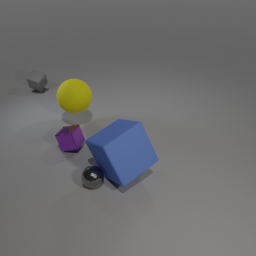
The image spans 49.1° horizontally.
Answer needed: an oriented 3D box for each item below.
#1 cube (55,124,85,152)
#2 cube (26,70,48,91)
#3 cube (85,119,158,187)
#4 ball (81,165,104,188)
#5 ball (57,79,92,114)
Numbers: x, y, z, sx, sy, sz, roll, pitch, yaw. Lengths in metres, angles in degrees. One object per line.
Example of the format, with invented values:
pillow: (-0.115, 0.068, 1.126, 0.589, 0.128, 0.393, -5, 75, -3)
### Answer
cube: (-2.108, 0.367, 10.268, 0.700, 0.700, 0.700, -8, 25, 22)
cube: (-4.654, -2.434, 14.383, 0.700, 0.700, 0.700, 20, 57, 9)
cube: (-0.202, 0.689, 8.585, 1.400, 1.400, 1.400, -34, 21, -23)
ball: (-1.089, 1.499, 8.606, 0.700, 0.700, 0.700, 0, 31, 0)
ball: (-2.171, -1.284, 11.375, 1.400, 1.400, 1.400, 0, 31, 0)
